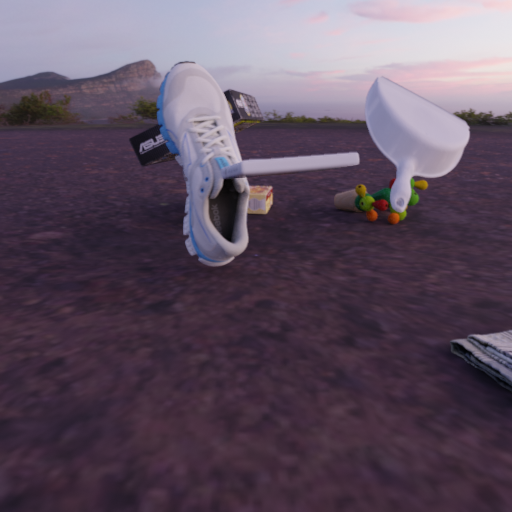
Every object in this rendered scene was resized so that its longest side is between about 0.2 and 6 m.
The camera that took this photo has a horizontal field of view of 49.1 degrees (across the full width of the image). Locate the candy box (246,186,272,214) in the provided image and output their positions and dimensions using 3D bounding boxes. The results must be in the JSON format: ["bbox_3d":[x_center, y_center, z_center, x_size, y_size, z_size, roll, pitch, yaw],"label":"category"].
[{"bbox_3d":[-0.558,-1.355,13.301,1.776,0.491,1.025,3,18,9],"label":"candy box"}]

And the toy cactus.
[{"bbox_3d":[2.662,-1.364,12.652,1.959,1.214,2.374,1,22,38],"label":"toy cactus"}]

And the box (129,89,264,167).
[{"bbox_3d":[-1.135,-2.702,11.867,2.244,0.620,2.801,-23,8,15],"label":"box"}]

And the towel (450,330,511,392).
[{"bbox_3d":[3.150,1.056,5.561,1.787,0.309,1.721,-6,18,-17],"label":"towel"}]

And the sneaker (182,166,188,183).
[{"bbox_3d":[-0.917,-1.686,11.717,0.739,1.905,1.067,-5,46,19],"label":"sneaker"}]

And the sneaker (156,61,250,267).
[{"bbox_3d":[-0.603,-1.396,8.222,1.161,3.098,1.342,-15,4,-20],"label":"sneaker"}]

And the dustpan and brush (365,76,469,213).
[{"bbox_3d":[2.750,-1.860,9.928,2.129,0.873,3.051,27,39,-5],"label":"dustpan and brush"}]

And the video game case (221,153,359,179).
[{"bbox_3d":[0.339,-1.037,6.512,1.330,0.158,1.211,-7,7,-13],"label":"video game case"}]
